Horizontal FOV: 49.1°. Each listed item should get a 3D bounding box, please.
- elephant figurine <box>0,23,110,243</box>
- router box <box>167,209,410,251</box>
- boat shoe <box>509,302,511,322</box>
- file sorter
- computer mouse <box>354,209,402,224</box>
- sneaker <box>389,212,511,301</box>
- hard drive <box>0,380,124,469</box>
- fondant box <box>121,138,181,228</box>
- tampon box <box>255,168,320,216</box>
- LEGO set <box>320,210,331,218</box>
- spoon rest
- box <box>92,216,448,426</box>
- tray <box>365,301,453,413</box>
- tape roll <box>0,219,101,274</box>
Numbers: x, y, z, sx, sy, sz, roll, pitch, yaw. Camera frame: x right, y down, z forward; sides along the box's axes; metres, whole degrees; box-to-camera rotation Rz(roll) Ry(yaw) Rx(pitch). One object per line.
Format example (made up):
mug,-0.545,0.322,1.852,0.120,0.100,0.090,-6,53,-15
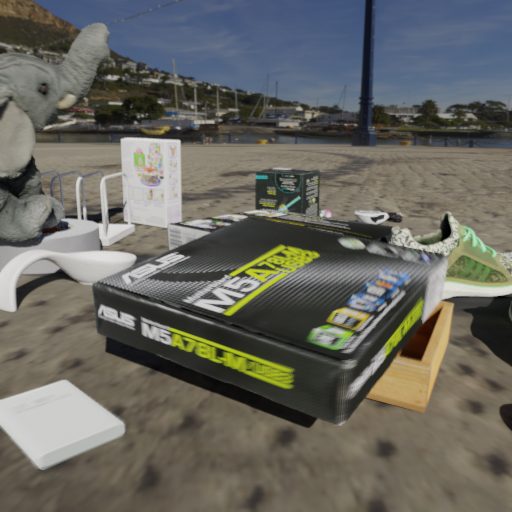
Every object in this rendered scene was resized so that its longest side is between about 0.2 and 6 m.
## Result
elephant figurine,-3.761,-1.971,8.135,2.246,3.174,2.463,18,26,2
router box,0.455,-0.107,8.568,3.023,0.772,2.255,13,19,42
boat shoe,3.167,0.593,5.882,0.881,0.735,2.361,4,13,22
file sorter,-3.683,-0.996,11.101,2.103,1.309,1.459,2,14,7
computer mouse,2.676,-0.849,12.622,0.766,0.307,1.398,18,17,42
sneaker,2.800,-0.042,7.623,2.495,1.105,0.959,-5,15,-21
hard drive,-1.565,1.272,4.364,0.649,0.129,0.984,-13,19,-41
fondant box,-2.329,-1.637,12.452,1.359,1.884,0.549,10,18,34
tampon box,0.608,-0.969,10.821,1.022,1.363,0.861,9,17,28
LEGO set,1.050,-0.990,12.753,1.307,0.487,0.601,-9,17,-32
spoon rest,-2.602,0.159,7.796,1.076,0.657,2.166,8,17,30
box,0.233,0.323,5.035,2.320,0.571,2.402,16,26,30
tray,0.456,0.678,5.558,2.661,0.493,1.312,9,23,24
tape roll,-3.499,-0.194,9.356,1.733,0.572,1.733,1,15,0
